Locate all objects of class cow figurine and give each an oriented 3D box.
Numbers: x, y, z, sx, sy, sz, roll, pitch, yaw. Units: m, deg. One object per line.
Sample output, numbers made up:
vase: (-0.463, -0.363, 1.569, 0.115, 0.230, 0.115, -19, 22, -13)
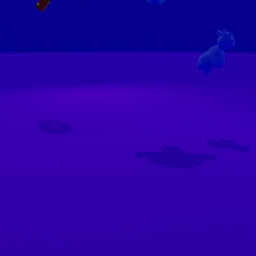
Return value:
cow figurine: (2.169, -1.875, 6.910, 0.987, 0.971, 0.542, -31, 58, -15)

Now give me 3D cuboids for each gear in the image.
gear: (-2.420, -4.345, 8.813, 0.269, 1.457, 1.457, 32, 1, -28)

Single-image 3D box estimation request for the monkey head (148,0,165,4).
monkey head: (0.679, -3.766, 6.726, 1.743, 1.050, 1.254, 0, -27, 5)
